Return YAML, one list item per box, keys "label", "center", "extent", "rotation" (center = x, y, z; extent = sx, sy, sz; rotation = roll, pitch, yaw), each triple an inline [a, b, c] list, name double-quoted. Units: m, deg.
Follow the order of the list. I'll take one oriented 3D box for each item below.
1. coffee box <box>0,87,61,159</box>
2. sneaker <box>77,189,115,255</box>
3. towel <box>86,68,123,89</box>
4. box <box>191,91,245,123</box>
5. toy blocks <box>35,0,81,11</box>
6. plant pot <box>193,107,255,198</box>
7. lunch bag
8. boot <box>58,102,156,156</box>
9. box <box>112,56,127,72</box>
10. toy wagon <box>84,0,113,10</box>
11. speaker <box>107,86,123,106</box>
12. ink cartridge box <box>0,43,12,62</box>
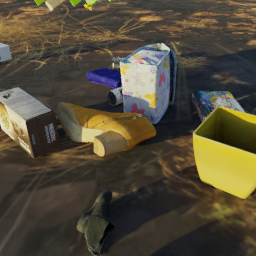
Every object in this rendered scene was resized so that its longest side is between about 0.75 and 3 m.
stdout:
- label: "coffee box"
  center: [-2.944, -0.206, 8.092]
  extent: [0.861, 1.220, 2.158]
  rotation: [-26, 41, -36]
- label: "sneaker"
  center: [-0.502, 1.834, 5.604]
  extent: [0.682, 0.393, 1.307]
  rotation: [17, 41, 26]
- label: "towel"
  center: [-0.715, -2.094, 11.965]
  extent: [1.845, 0.457, 1.362]
  rotation: [23, 32, 33]
- label: "box"
  center: [3.093, -0.693, 9.669]
  extent: [1.389, 0.383, 2.034]
  rotation: [0, 32, 0]
- label: "toy blocks"
  center: [-1.246, -2.904, 5.753]
  extent: [1.475, 0.737, 1.008]
  rotation: [-38, 25, -3]
- label: "plant pot"
  center: [2.490, 0.620, 6.546]
  extent: [1.625, 1.434, 1.625]
  rotation: [20, 37, 29]
- label: "lunch bag"
  center: [0.839, -1.622, 9.571]
  extent: [1.544, 2.060, 2.429]
  rotation: [10, 32, 20]
- label: "boot"
  center: [-0.677, -0.168, 8.460]
  extent: [1.986, 0.976, 2.775]
  rotation: [-20, 40, -38]
- label: "box"
  center: [-0.248, -3.000, 13.287]
  extent: [0.913, 0.522, 1.003]
  rotation: [-6, 32, -11]
- label: "toy wagon"
  center: [-1.033, -5.010, 9.943]
  extent: [1.295, 1.669, 0.330]
  rotation: [31, 2, 6]
- label: "speaker"
  center: [-0.082, -1.305, 10.507]
  extent: [1.414, 0.574, 0.574]
  rotation: [-25, 39, -35]
- label: "ink cartridge box"
  center: [-7.153, -3.791, 14.344]
  extent: [1.299, 0.749, 1.790]
  rotation: [23, 38, 32]
